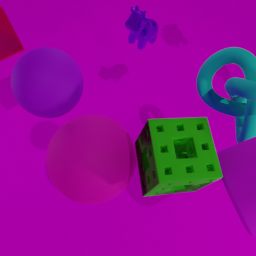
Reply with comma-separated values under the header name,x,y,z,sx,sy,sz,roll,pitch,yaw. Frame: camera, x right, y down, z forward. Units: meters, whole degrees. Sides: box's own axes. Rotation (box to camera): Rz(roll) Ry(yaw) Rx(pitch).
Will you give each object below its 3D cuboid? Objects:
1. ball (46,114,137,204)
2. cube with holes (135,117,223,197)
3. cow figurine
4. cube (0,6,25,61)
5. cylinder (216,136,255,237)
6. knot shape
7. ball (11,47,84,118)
name,x,y,z,sx,sy,sz,roll,pitch,yaw
ball,-0.561,0.481,4.408,1.395,1.395,1.395,0,58,0
cube with holes,0.587,0.384,3.591,0.770,0.770,0.770,-2,66,-13
cow figurine,0.383,-2.526,6.952,0.630,1.130,1.149,41,53,17
cube,-2.810,-1.887,5.766,0.899,0.899,0.899,-30,32,-14
cylinder,1.912,0.647,3.628,1.172,1.172,1.172,-26,57,17
knot shape,2.178,-0.518,5.016,0.880,1.783,1.906,-33,105,-12
ball,-1.087,-0.610,3.823,0.950,0.950,0.950,0,58,0
